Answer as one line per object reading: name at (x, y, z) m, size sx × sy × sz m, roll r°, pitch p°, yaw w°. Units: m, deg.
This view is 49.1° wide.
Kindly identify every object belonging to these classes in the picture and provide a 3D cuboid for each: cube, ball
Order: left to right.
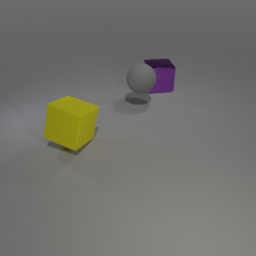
cube at (-2.101, -0.218, 10.461) m, size 1.400 × 1.400 × 1.400 m, roll 20°, pitch 24°, yaw 14°
ball at (0.621, -2.309, 13.144) m, size 1.400 × 1.400 × 1.400 m, roll 0°, pitch 32°, yaw 0°
cube at (1.650, -2.821, 15.095) m, size 1.400 × 1.400 × 1.400 m, roll -5°, pitch 33°, yaw -8°
